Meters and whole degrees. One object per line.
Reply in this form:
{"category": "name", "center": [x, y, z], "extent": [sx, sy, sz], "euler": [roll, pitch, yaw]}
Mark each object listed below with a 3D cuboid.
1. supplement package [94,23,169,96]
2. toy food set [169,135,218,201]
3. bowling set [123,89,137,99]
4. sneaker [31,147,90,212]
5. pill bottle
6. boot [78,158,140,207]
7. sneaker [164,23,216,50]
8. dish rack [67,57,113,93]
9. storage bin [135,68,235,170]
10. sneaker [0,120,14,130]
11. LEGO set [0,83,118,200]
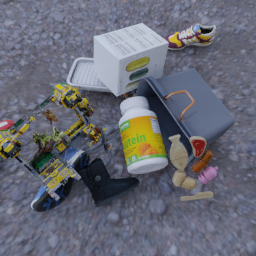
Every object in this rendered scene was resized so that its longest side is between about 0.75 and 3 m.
{"category": "supplement package", "center": [0.051, -2.155, 8.744], "extent": [1.818, 1.380, 1.370], "euler": [-26, 55, -26]}
{"category": "toy food set", "center": [1.737, 0.982, 7.345], "extent": [1.235, 0.306, 1.943], "euler": [-8, 112, 2]}
{"category": "bowling set", "center": [0.291, -1.239, 9.400], "extent": [0.925, 0.644, 0.497], "euler": [-30, 99, -5]}
{"category": "sneaker", "center": [-2.085, 1.505, 8.361], "extent": [0.843, 0.828, 2.187], "euler": [27, 66, 30]}
{"category": "pill bottle", "center": [0.391, 0.199, 8.548], "extent": [1.214, 1.214, 2.186], "euler": [-10, 69, -4]}
{"category": "boot", "center": [-0.567, 1.437, 8.246], "extent": [1.525, 0.582, 1.281], "euler": [-26, 91, -3]}
{"category": "sneaker", "center": [2.217, -3.375, 10.125], "extent": [1.889, 0.851, 0.708], "euler": [-10, 69, -4]}
{"category": "dish rack", "center": [-1.036, -1.767, 9.562], "extent": [1.850, 0.403, 1.588], "euler": [6, 49, 2]}
{"category": "storage bin", "center": [1.774, -0.535, 8.542], "extent": [1.890, 2.047, 2.813], "euler": [-26, 69, -19]}
{"category": "sneaker", "center": [-4.131, 0.769, 8.682], "extent": [2.063, 0.808, 1.192], "euler": [-40, 82, -1]}
{"category": "LEGO set", "center": [-1.755, 0.391, 7.310], "extent": [2.988, 2.298, 1.731], "euler": [-37, 44, -22]}
